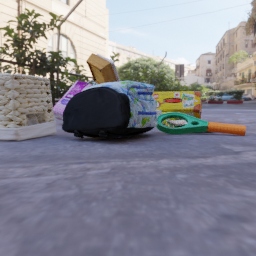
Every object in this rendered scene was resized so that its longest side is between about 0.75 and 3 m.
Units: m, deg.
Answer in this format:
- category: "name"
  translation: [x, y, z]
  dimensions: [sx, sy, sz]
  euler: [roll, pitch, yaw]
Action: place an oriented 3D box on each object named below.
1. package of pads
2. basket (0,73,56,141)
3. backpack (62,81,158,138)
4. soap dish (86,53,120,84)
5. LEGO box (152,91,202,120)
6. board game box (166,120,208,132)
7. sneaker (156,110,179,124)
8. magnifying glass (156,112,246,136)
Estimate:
- category: "package of pads"
  translation: [-2.370, -1.148, 12.510]
  dimensions: [1.223, 2.030, 0.768]
  euler: [19, -27, 39]
- category: "basket"
  translation: [-3.591, -0.600, 7.794]
  dimensions: [2.695, 1.662, 1.827]
  euler: [2, 6, 18]
- category: "backpack"
  translation: [-0.183, -0.499, 7.580]
  dimensions: [2.055, 1.937, 2.519]
  euler: [-5, -13, 37]
- category: "soap dish"
  translation: [-0.909, -2.020, 10.197]
  dimensions: [0.577, 1.118, 1.421]
  euler: [-32, 40, -17]
- category: "LEGO box"
  translation: [2.246, -0.983, 13.389]
  dimensions: [2.421, 0.934, 1.803]
  euler: [2, -16, 16]
- category: "board game box"
  translation: [2.125, -0.093, 9.941]
  dimensions: [1.310, 0.293, 2.501]
  euler: [0, 5, 0]
- category: "sneaker"
  translation: [1.416, -0.417, 12.570]
  dimensions: [1.677, 0.635, 0.881]
  euler: [6, -10, -26]
- category: "magnifying glass"
  translation: [2.120, -0.083, 8.407]
  dimensions: [2.622, 0.294, 1.043]
  euler: [9, 33, 19]
